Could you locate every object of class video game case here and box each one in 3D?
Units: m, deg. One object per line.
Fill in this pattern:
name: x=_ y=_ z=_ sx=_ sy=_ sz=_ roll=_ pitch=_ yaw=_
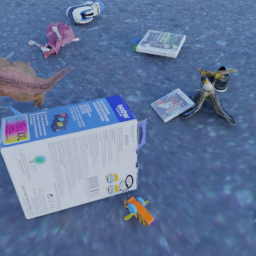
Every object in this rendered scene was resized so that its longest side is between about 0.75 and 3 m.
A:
video game case: x=1.301 y=-0.690 z=8.276 sx=1.002 sy=0.115 sz=0.913 roll=-30 pitch=43 yaw=-2
video game case: x=1.401 y=-3.539 z=11.631 sx=1.648 sy=0.212 sz=1.813 roll=14 pitch=44 yaw=15

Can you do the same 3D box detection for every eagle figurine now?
eagle figurine: x=2.326 y=-0.891 z=8.183 sx=1.420 sy=1.412 sz=1.871 roll=-15 pitch=60 yaw=48

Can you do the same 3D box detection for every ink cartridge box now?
ink cartridge box: x=-0.834 y=0.512 z=5.587 sx=2.783 sy=1.898 sz=1.062 roll=-11 pitch=39 yaw=-14

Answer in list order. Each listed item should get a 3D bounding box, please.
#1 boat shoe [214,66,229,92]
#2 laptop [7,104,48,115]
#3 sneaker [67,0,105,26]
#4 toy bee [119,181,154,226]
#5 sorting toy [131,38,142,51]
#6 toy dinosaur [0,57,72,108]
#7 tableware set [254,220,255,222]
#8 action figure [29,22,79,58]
boat shoe: x=3.202 y=-1.717 z=9.577 sx=0.500 sy=0.443 sz=1.337 roll=15 pitch=41 yaw=18
laptop: x=-2.566 y=-0.363 z=7.731 sx=1.083 sy=0.628 sz=1.014 roll=-25 pitch=45 yaw=-28
sneaker: x=-1.871 y=-5.989 z=14.472 sx=2.326 sy=0.937 sz=1.703 roll=-26 pitch=40 yaw=-24
toy bee: x=0.137 y=1.534 z=5.557 sx=0.599 sy=0.497 sz=0.914 roll=-8 pitch=63 yaw=-23
sorting toy: x=1.166 y=-3.463 z=11.927 sx=2.122 sy=0.289 sz=1.195 roll=6 pitch=43 yaw=7
toy dinosaur: x=-2.083 y=-0.824 z=4.676 sx=2.348 sy=1.008 sz=1.591 roll=1 pitch=0 yaw=-18
tableware set: x=2.840 y=1.935 z=5.207 sx=0.535 sy=0.162 sz=0.809 roll=-11 pitch=40 yaw=-13
action figure: x=-3.075 y=-3.508 z=11.665 sx=1.305 sy=1.450 sz=1.948 roll=-9 pitch=53 yaw=27
